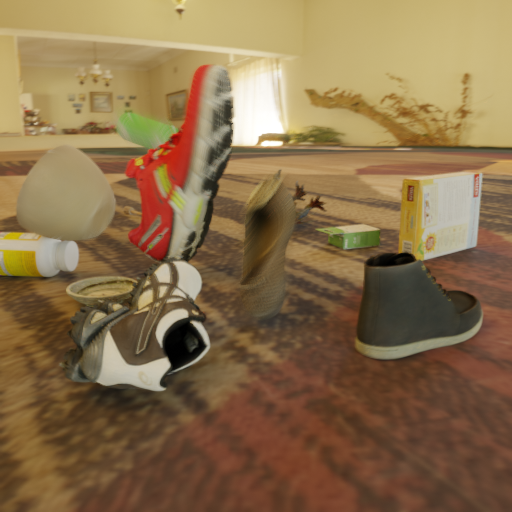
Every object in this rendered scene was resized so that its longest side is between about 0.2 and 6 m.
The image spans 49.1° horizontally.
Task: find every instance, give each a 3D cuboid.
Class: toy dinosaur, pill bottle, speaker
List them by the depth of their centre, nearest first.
[{"bbox_3d":[-3.796,-0.017,9.506,1.420,0.740,0.740,2,14,8],"label":"pill bottle"},{"bbox_3d":[-2.324,-2.648,12.108,1.413,0.625,0.625,22,22,23],"label":"speaker"},{"bbox_3d":[0.686,-0.882,13.453,2.263,2.494,1.309,-36,73,-32],"label":"toy dinosaur"}]

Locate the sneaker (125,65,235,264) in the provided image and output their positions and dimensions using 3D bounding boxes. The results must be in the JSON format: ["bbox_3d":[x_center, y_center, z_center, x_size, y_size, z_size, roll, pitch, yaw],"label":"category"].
[{"bbox_3d":[-1.359,-1.417,9.041,1.484,3.494,1.345,23,25,7],"label":"sneaker"}]

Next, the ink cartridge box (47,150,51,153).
[{"bbox_3d":[-3.824,-1.649,11.676,0.493,0.867,1.190,-15,-10,-1],"label":"ink cartridge box"}]

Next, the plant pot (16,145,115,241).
[{"bbox_3d":[-2.878,-0.842,8.943,1.027,1.529,1.529,30,20,9],"label":"plant pot"}]

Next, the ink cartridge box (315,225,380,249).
[{"bbox_3d":[1.922,-0.394,11.776,1.219,0.362,0.633,-6,15,-22],"label":"ink cartridge box"}]

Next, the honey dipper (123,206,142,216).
[{"bbox_3d":[-3.213,-1.155,15.217,1.119,0.212,0.212,18,22,40],"label":"honey dipper"}]

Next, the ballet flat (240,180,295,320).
[{"bbox_3d":[0.087,-0.207,7.750,0.762,2.262,0.524,-17,-38,33],"label":"ballet flat"}]

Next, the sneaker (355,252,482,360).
[{"bbox_3d":[2.097,0.461,6.799,2.123,1.127,0.794,-11,18,-38],"label":"sneaker"}]

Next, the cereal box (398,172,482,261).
[{"bbox_3d":[3.637,-0.807,10.978,2.172,1.563,0.429,-11,17,-38],"label":"cereal box"}]

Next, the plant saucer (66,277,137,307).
[{"bbox_3d":[-2.238,0.556,8.217,1.029,0.258,1.029,-1,14,0],"label":"plant saucer"}]

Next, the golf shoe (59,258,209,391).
[{"bbox_3d":[-0.987,0.800,6.247,1.204,0.990,2.548,17,23,12],"label":"golf shoe"}]
